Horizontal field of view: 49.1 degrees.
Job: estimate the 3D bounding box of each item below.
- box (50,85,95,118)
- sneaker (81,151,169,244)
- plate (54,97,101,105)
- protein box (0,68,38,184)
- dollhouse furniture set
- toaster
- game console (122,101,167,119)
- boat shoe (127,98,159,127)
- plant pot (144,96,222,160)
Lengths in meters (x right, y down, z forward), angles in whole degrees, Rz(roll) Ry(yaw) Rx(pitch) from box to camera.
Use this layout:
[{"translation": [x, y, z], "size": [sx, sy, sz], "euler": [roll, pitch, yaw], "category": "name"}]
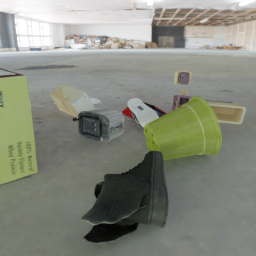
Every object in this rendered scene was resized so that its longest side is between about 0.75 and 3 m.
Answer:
[{"translation": [-2.271, -1.076, 11.391], "size": [0.744, 0.908, 1.913], "euler": [-43, 38, -22], "category": "box"}, {"translation": [0.004, 1.149, 5.493], "size": [1.409, 0.811, 2.702], "euler": [5, 23, 0], "category": "sneaker"}, {"translation": [-2.381, -1.291, 13.261], "size": [1.607, 0.260, 1.610], "euler": [15, 24, 37], "category": "plate"}, {"translation": [-3.603, 0.028, 6.258], "size": [2.425, 2.408, 1.636], "euler": [-16, 25, -38], "category": "protein box"}, {"translation": [2.823, -0.687, 9.694], "size": [2.625, 2.080, 1.863], "euler": [6, 36, 9], "category": "dollhouse furniture set"}, {"translation": [-0.882, -0.146, 9.080], "size": [1.610, 0.915, 1.040], "euler": [12, 19, 36], "category": "toaster"}, {"translation": [0.667, -0.610, 11.520], "size": [1.210, 0.833, 1.404], "euler": [25, 2, -37], "category": "game console"}, {"translation": [0.569, -0.366, 10.039], "size": [0.680, 0.643, 1.896], "euler": [-30, 42, -12], "category": "boat shoe"}, {"translation": [1.334, 0.176, 7.521], "size": [1.597, 1.682, 1.682], "euler": [-18, 23, -11], "category": "plant pot"}]
